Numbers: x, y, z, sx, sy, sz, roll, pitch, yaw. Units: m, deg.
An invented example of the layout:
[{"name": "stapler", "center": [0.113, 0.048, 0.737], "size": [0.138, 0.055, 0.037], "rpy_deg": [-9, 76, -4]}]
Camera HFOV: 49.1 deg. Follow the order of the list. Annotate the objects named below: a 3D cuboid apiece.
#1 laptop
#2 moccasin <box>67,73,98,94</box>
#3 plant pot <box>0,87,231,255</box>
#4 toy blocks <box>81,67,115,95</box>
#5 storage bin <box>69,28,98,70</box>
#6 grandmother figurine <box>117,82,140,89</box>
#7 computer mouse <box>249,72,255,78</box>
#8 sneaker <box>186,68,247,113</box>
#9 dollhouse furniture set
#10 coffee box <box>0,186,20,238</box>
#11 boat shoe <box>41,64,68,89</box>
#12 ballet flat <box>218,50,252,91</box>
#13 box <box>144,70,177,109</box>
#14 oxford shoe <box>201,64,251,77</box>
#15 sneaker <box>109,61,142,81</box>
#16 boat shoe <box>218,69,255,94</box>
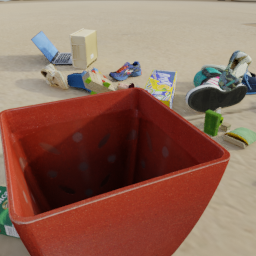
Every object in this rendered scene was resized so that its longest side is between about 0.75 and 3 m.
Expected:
[{"name": "laptop", "center": [-3.731, -4.427, 15.375], "size": [2.375, 1.376, 2.224], "rpy_deg": [-1, 31, -1]}, {"name": "moccasin", "center": [-1.518, -1.986, 11.613], "size": [2.255, 0.907, 0.769], "rpy_deg": [20, 24, 28]}, {"name": "plant pot", "center": [-0.408, 1.063, 4.783], "size": [2.745, 2.419, 2.743], "rpy_deg": [-13, 32, -21]}, {"name": "toy blocks", "center": [-0.930, -1.445, 8.486], "size": [1.229, 0.614, 0.840], "rpy_deg": [19, 38, -44]}, {"name": "storage bin", "center": [-2.224, -4.087, 14.451], "size": [0.798, 1.691, 1.704], "rpy_deg": [7, 31, 12]}, {"name": "grandmother figurine", "center": [0.054, -1.718, 11.786], "size": [0.993, 0.301, 0.602], "rpy_deg": [14, 60, 18]}, {"name": "computer mouse", "center": [5.034, -2.713, 13.343], "size": [1.849, 0.426, 1.298], "rpy_deg": [-7, 32, -13]}, {"name": "sneaker", "center": [2.889, -1.510, 10.443], "size": [2.807, 1.174, 1.695], "rpy_deg": [-9, 35, -31]}, {"name": "dollhouse furniture set", "center": [3.169, -0.083, 8.464], "size": [0.950, 0.728, 1.450], "rpy_deg": [-24, 38, -36]}, {"name": "coffee box", "center": [-2.499, 1.681, 5.773], "size": [1.602, 0.352, 0.985], "rpy_deg": [7, 31, 13]}, {"name": "boat shoe", "center": [-3.222, -2.127, 12.146], "size": [0.695, 0.740, 2.008], "rpy_deg": [-31, 42, -17]}, {"name": "ballet flat", "center": [2.491, -1.357, 6.242], "size": [0.547, 0.547, 1.472], "rpy_deg": [16, 52, 26]}, {"name": "box", "center": [1.157, -1.222, 10.229], "size": [1.034, 0.949, 2.952], "rpy_deg": [7, 30, 11]}, {"name": "oxford shoe", "center": [4.315, -2.436, 12.417], "size": [2.209, 0.830, 0.638], "rpy_deg": [10, 49, 3]}, {"name": "sneaker", "center": [-0.135, -2.697, 13.022], "size": [1.822, 0.715, 0.686], "rpy_deg": [-24, 36, -35]}, {"name": "boat shoe", "center": [4.403, -1.976, 11.535], "size": [2.741, 0.941, 1.154], "rpy_deg": [1, 30, 2]}]
